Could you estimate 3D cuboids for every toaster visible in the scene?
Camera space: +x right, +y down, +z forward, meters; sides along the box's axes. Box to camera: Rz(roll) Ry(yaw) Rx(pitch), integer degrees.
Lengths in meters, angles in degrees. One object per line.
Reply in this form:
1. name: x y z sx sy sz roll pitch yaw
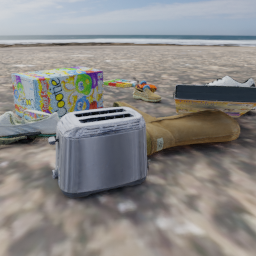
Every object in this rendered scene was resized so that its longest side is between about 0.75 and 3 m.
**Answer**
1. toaster: -0.425 0.382 5.306 2.048 1.323 1.164 -7 22 -20

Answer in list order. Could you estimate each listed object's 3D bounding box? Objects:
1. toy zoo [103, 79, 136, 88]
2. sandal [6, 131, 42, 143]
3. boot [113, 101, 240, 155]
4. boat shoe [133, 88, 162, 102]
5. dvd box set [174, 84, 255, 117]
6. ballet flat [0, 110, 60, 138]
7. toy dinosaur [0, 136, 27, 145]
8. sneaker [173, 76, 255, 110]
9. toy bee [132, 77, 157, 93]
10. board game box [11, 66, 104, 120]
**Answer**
1. toy zoo: -0.339 -2.320 14.512 1.664 0.170 1.092 14 24 34
2. sandal: -2.691 0.277 7.262 1.004 0.240 0.377 -12 11 7
3. boot: 1.159 -0.132 7.525 2.676 0.885 2.344 -10 35 -22
4. boat shoe: 0.760 -1.381 11.399 1.346 0.513 0.482 13 24 33
5. dvd box set: 2.403 -0.716 8.085 2.065 0.415 2.822 4 -4 12
6. ballet flat: -2.930 -0.137 7.622 2.233 0.775 0.775 -3 20 -8
7. toy dinosaur: -3.522 0.254 6.875 1.871 0.444 0.825 -13 45 -24
8. sneaker: 3.073 -1.274 9.983 2.897 1.159 1.068 3 7 8
9. toy bee: 0.577 -1.717 12.230 1.337 0.727 0.875 26 29 -22
10. board game box: -2.319 -1.249 9.660 1.431 1.405 2.728 19 27 39
